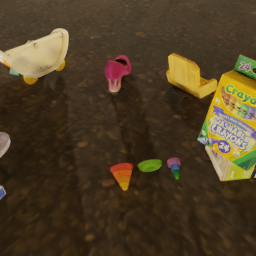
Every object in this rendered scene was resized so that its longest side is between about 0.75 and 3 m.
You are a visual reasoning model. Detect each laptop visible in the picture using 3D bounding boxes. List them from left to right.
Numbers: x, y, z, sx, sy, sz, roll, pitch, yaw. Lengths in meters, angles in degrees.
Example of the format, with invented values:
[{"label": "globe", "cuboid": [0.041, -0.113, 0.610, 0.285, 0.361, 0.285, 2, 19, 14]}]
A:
[{"label": "laptop", "cuboid": [1.813, -1.151, 10.384, 0.764, 0.443, 0.716, -47, 53, -8]}]

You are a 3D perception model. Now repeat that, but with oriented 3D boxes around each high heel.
[{"label": "high heel", "cuboid": [-0.410, -2.638, 11.196, 0.899, 1.280, 2.669, 9, 40, 10]}]

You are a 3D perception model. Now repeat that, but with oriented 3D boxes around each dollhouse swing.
[{"label": "dollhouse swing", "cuboid": [2.432, -2.166, 10.526, 1.477, 1.429, 1.625, -27, 46, -29]}]

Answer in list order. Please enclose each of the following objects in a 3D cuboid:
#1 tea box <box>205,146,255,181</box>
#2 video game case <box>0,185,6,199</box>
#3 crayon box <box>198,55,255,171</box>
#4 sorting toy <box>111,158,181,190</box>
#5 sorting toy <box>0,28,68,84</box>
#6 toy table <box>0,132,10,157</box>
[{"label": "tea box", "cuboid": [2.945, 0.629, 7.578, 1.264, 0.859, 1.285, -4, 40, -5]}, {"label": "video game case", "cuboid": [-3.967, 1.759, 6.621, 1.353, 0.339, 1.493, 19, 43, 21]}, {"label": "crayon box", "cuboid": [2.339, -0.277, 5.699, 0.520, 2.018, 1.269, -24, 48, -40]}, {"label": "sorting toy", "cuboid": [0.497, 1.216, 7.247, 1.841, 0.638, 0.634, -7, 63, -5]}, {"label": "sorting toy", "cuboid": [-4.278, -3.114, 11.803, 2.593, 1.539, 2.881, 23, 45, 36]}, {"label": "toy table", "cuboid": [-4.123, 0.379, 7.842, 1.460, 0.930, 1.588, 8, 41, 10]}]
